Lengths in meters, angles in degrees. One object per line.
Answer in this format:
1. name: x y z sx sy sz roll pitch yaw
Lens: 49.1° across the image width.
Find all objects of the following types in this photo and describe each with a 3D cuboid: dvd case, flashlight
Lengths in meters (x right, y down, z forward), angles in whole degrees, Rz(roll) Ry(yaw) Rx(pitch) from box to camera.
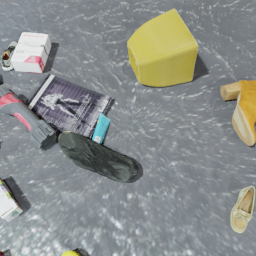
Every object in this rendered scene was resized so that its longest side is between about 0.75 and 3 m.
1. dvd case: -2.261 -0.756 10.344 2.800 0.224 2.082 22 65 10
2. flashlight: -3.692 -0.317 9.796 2.687 0.910 0.913 43 61 16

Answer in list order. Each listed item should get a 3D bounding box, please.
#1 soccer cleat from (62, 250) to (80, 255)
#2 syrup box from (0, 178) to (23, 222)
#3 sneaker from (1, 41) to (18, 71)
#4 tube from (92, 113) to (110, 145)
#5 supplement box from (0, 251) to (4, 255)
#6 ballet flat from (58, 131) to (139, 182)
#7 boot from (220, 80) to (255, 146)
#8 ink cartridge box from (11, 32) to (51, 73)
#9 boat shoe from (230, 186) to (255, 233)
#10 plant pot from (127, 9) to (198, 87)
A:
1. soccer cleat: -1.193 4.341 7.081 0.808 1.046 2.500 -17 63 -9
2. syrup box: -3.852 2.147 8.578 0.548 0.530 1.347 -38 68 -19
3. sneaker: -4.767 -3.040 11.404 0.541 0.580 1.463 4 60 4
4. tube: -0.967 0.107 9.800 0.320 0.492 1.269 -10 52 43
5. supplement box: -3.617 3.871 7.746 0.428 0.332 0.776 -23 64 -12
6. ballet flat: -1.047 0.949 9.251 2.961 0.841 0.984 26 104 16
7. boot: 4.619 -0.699 9.915 1.907 0.937 2.664 -9 58 -5
8. ink cartridge box: -3.888 -3.056 11.355 1.131 0.659 1.562 6 61 3
9. boat shoe: 3.494 2.422 8.469 0.536 0.459 1.463 20 63 11
10. plant pot: 1.137 -2.751 10.523 2.083 2.036 2.023 -20 63 -4
